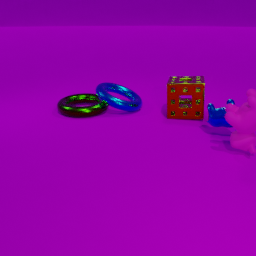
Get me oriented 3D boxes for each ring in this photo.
[{"bbox_3d":[-0.322,-1.174,10.398,1.838,0.368,1.838,18,26,-9],"label":"ring"},{"bbox_3d":[-1.634,-0.858,10.235,1.894,0.379,1.894,0,24,0],"label":"ring"}]

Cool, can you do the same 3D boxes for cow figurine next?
[{"bbox_3d":[2.878,-0.178,7.904,1.242,1.223,0.682,-11,-23,16],"label":"cow figurine"},{"bbox_3d":[2.921,-0.090,6.678,1.352,1.374,0.754,40,38,-11],"label":"cow figurine"}]

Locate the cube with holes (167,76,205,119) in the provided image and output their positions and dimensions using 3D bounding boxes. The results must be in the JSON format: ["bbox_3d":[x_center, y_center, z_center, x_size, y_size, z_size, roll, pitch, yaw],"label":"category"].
[{"bbox_3d":[1.994,-1.072,9.638,1.200,1.200,1.200,1,22,13],"label":"cube with holes"}]
